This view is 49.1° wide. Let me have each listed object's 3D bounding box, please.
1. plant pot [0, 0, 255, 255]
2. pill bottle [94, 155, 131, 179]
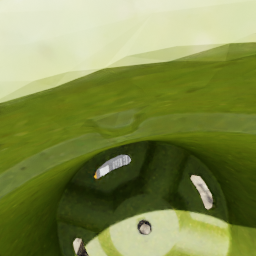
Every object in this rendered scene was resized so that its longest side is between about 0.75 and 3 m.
[{"bbox_3d":[0.203,0.987,1.495,2.511,2.511,2.309,-1,4,-2],"label":"plant pot"},{"bbox_3d":[-0.469,0.269,4.618,1.698,1.698,2.918,10,18,32],"label":"pill bottle"}]
